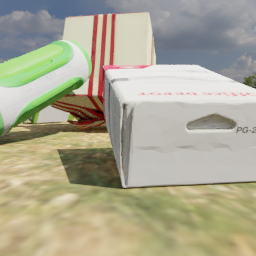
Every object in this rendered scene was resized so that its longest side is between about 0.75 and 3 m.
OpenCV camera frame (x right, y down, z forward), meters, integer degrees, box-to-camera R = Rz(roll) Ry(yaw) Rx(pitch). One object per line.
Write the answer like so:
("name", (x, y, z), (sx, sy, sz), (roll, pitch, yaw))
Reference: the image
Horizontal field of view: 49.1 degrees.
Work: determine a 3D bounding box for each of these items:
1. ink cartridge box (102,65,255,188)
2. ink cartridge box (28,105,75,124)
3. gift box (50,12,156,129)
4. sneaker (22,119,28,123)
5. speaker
("ink cartridge box", (0.440, -0.167, 2.906), (1.298, 0.745, 1.787), (-1, 21, -9))
("ink cartridge box", (-2.871, -1.042, 10.960), (0.786, 1.534, 2.076), (32, 21, 28))
("gift box", (-0.598, -1.375, 7.609), (2.640, 2.672, 2.861), (-1, -17, 15))
("sneaker", (-4.234, -0.585, 8.077), (1.166, 1.152, 2.936), (5, 6, 26))
("speaker", (-1.811, -0.833, 5.257), (1.152, 1.152, 2.606), (3, 31, 33))
